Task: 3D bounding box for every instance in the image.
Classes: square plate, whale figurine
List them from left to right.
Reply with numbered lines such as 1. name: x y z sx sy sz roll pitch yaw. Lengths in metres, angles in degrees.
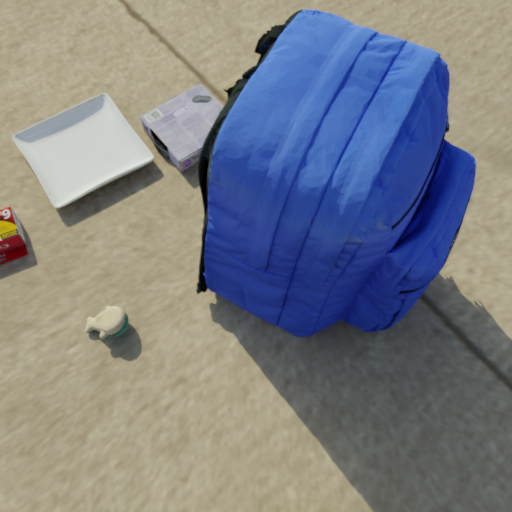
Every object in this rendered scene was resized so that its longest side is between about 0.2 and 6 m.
1. square plate: -3.630 -2.221 11.801 2.245 0.322 2.267 -31 66 -15
2. whale figurine: -2.634 1.212 9.952 0.812 0.421 0.646 -14 53 20

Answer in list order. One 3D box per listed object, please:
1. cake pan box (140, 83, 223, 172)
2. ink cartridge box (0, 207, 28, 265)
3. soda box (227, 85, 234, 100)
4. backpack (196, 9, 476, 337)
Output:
1. cake pan box: -1.415 -2.764 12.034 1.712 0.448 1.577 -35 65 -18
2. ink cartridge box: -5.027 -0.302 10.686 1.071 0.449 0.940 -22 65 -12
3. soda box: 0.538 -3.771 12.346 2.456 0.832 0.786 -38 68 -19
4. backpack: 1.304 -1.163 8.748 3.904 4.652 3.780 20 62 11
